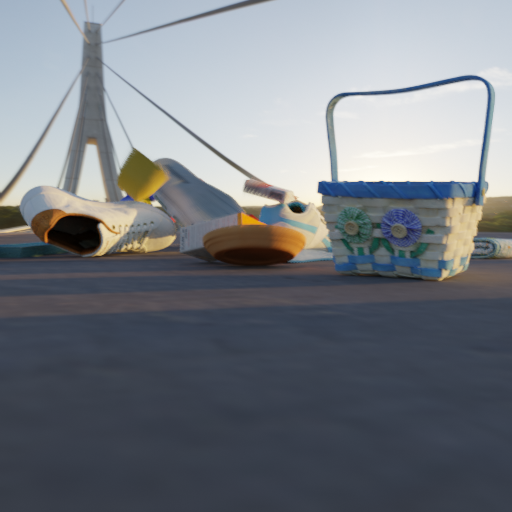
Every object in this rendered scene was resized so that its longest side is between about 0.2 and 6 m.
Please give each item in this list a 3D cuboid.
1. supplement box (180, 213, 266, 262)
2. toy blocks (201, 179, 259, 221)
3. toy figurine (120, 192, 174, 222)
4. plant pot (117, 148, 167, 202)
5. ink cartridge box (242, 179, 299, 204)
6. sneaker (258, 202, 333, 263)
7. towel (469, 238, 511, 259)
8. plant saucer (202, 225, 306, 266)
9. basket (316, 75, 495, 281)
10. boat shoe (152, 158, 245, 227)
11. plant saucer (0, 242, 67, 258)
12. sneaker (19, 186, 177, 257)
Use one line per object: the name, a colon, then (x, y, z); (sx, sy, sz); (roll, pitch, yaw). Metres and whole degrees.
supplement box: (-0.502, -0.272, 8.782); (1.206, 0.444, 0.760); (-11, -18, 32)
toy blocks: (-0.992, -1.209, 15.211); (2.556, 1.277, 1.747); (37, -10, -8)
toy figurine: (-2.678, -1.325, 13.886); (1.260, 2.103, 1.109); (51, -9, -36)
plant pot: (-2.401, -1.584, 11.476); (0.798, 0.816, 0.793); (38, -6, -2)
ink cartridge box: (0.280, -1.087, 9.152); (0.736, 0.228, 0.908); (18, 19, 15)
sneaker: (0.925, -0.441, 9.914); (0.972, 1.026, 2.540); (2, 4, 32)
towel: (4.343, -0.176, 10.920); (1.426, 0.401, 1.666); (-3, 4, -34)
plant saucer: (-0.026, -0.111, 7.949); (1.473, 0.276, 1.473); (-1, -13, 0)
basket: (1.744, -0.866, 6.570); (1.975, 2.239, 1.558); (2, 4, 38)
boat shoe: (-1.260, -1.004, 12.513); (1.137, 1.032, 3.092); (-25, 57, -32)
plant saucer: (-4.671, -0.148, 11.829); (0.975, 0.264, 2.788); (0, 3, 6)
sneaker: (-2.931, -0.377, 11.281); (3.366, 1.226, 1.425); (8, 32, -42)
